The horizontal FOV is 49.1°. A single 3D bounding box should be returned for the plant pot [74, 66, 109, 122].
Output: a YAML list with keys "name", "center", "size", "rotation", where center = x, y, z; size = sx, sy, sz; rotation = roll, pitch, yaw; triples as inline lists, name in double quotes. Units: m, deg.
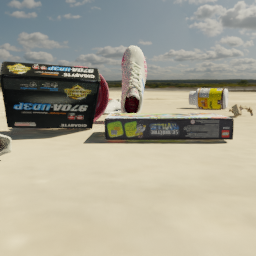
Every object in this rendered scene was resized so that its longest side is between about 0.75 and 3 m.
- name: "plant pot"
  center: [-1.536, -0.969, 7.910]
  size: [1.602, 1.602, 1.434]
  rotation: [-5, 17, -28]

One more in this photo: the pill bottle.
- name: "pill bottle"
  center: [3.769, -1.383, 13.152]
  size: [1.712, 0.935, 0.935]
  rotation: [4, 10, 27]

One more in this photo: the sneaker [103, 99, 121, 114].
- name: "sneaker"
  center: [-0.714, -0.839, 10.965]
  size: [0.520, 0.548, 1.361]
  rotation: [7, 13, 28]

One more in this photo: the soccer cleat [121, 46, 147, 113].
- name: "soccer cleat"
  center: [0.200, -1.340, 8.409]
  size: [0.801, 2.293, 0.990]
  rotation: [2, 6, -5]

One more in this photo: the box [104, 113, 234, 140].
- name: "box"
  center: [0.801, -0.057, 6.054]
  size: [2.504, 0.435, 1.378]
  rotation: [0, 7, 0]

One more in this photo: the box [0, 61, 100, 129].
- name: "box"
  center: [-1.731, -0.666, 6.364]
  size: [2.012, 1.599, 0.463]
  rotation: [1, 48, -15]

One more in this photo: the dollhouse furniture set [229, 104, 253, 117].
- name: "dollhouse furniture set"
  center: [4.009, -0.541, 9.941]
  size: [0.865, 0.383, 0.448]
  rotation: [4, -25, -32]

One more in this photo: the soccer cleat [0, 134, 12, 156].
- name: "soccer cleat"
  center: [-2.195, 0.284, 3.534]
  size: [0.731, 0.591, 1.693]
  rotation: [3, 9, 15]

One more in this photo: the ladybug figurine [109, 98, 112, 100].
- name: "ladybug figurine"
  center: [-0.943, -1.136, 13.059]
  size: [0.900, 0.477, 1.326]
  rotation: [-2, 9, -15]
